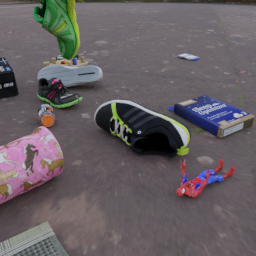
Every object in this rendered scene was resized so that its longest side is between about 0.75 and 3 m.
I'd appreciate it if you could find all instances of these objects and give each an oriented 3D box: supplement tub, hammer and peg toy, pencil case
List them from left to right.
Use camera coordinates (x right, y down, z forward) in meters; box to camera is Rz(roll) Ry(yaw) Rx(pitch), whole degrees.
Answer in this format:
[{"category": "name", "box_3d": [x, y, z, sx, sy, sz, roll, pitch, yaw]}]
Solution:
[{"category": "pencil case", "box_3d": [-2.712, 0.944, 5.477, 2.950, 1.221, 1.276, -23, 65, -35]}, {"category": "supplement tub", "box_3d": [-2.487, -0.370, 8.548, 0.480, 0.480, 0.784, -10, 31, -18]}, {"category": "hammer and peg toy", "box_3d": [-2.862, -2.829, 12.792, 1.368, 0.656, 1.859, 17, 34, 25]}]

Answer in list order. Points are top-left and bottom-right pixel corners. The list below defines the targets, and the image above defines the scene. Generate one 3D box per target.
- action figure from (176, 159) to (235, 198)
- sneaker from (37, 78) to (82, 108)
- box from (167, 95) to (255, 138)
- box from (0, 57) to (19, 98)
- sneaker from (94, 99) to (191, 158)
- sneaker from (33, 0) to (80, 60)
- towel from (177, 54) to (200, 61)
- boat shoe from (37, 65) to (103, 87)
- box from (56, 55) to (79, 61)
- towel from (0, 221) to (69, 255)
[{"category": "action figure", "box_3d": [1.632, 0.943, 5.965, 1.564, 0.774, 0.510, -22, 35, -29]}, {"category": "sneaker", "box_3d": [-2.484, -1.264, 9.753, 2.055, 0.861, 0.788, 18, 34, 29]}, {"category": "box", "box_3d": [2.527, -0.510, 8.921, 1.449, 0.387, 2.391, -18, 33, -29]}, {"category": "box", "box_3d": [-5.438, -1.900, 10.777, 1.842, 0.969, 2.250, -16, 33, -25]}, {"category": "sneaker", "box_3d": [0.222, 0.023, 7.278, 2.880, 1.033, 1.193, 14, 32, 23]}, {"category": "sneaker", "box_3d": [-2.195, -3.328, 8.490, 1.232, 2.948, 1.092, -19, 58, -14]}, {"category": "towel", "box_3d": [3.274, -3.815, 15.098, 1.018, 0.121, 0.747, 27, 37, 36]}, {"category": "boat shoe", "box_3d": [-2.283, -2.006, 11.284, 2.618, 0.943, 0.812, 0, -6, 6]}, {"category": "box", "box_3d": [-3.099, -3.480, 14.337, 1.139, 0.271, 1.100, -3, 32, -6]}, {"category": "towel", "box_3d": [-1.624, 2.221, 4.230, 1.503, 0.260, 1.447, -20, 32, -28]}]
